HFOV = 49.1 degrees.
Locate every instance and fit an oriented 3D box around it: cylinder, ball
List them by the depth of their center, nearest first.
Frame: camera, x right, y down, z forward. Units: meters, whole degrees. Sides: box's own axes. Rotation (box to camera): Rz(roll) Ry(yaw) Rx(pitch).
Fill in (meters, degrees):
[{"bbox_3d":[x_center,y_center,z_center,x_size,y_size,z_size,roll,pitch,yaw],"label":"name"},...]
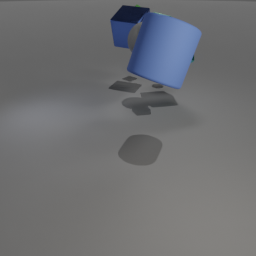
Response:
[{"bbox_3d":[0.841,-1.816,6.708,1.400,1.400,1.400,18,14,-5],"label":"cylinder"},{"bbox_3d":[0.681,-3.443,11.018,1.400,1.400,1.400,0,28,0],"label":"ball"}]

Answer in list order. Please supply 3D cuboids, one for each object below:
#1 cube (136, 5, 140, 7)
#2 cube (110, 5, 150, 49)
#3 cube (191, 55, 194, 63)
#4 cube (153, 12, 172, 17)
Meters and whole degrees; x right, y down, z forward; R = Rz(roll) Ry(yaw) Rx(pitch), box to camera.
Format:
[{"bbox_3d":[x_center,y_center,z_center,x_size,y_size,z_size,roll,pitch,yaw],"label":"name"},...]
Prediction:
[{"bbox_3d":[0.466,-5.560,13.999,0.700,0.700,0.700,41,70,18],"label":"cube"},{"bbox_3d":[0.167,-4.669,13.034,1.400,1.400,1.400,15,53,19],"label":"cube"},{"bbox_3d":[1.846,-3.381,11.980,1.400,1.400,1.400,2,-7,-21],"label":"cube"},{"bbox_3d":[1.003,-3.466,9.614,0.700,0.700,0.700,3,5,-21],"label":"cube"}]
